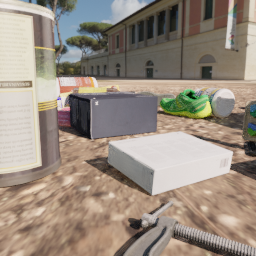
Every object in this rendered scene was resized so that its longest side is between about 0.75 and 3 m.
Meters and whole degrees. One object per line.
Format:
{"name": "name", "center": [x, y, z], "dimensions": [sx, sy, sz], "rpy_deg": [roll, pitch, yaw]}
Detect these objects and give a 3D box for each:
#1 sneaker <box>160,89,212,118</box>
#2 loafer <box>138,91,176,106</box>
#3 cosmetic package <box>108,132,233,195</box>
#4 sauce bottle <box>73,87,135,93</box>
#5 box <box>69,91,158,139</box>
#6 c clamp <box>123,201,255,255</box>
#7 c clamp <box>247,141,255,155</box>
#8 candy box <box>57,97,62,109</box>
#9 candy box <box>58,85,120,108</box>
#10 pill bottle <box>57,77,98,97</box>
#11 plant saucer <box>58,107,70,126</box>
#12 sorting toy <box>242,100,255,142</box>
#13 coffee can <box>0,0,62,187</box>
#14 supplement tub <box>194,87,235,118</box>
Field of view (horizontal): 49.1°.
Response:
{"name": "sneaker", "center": [2.275, -1.022, 11.064], "dimensions": [0.939, 1.060, 2.536], "rpy_deg": [-9, 14, -34]}
{"name": "loafer", "center": [1.323, -1.412, 14.140], "dimensions": [2.085, 0.784, 0.726], "rpy_deg": [5, 1, -5]}
{"name": "cosmetic package", "center": [0.704, 0.504, 4.813], "dimensions": [1.713, 0.443, 1.292], "rpy_deg": [-7, 21, -33]}
{"name": "sauce bottle", "center": [-0.882, -1.161, 10.471], "dimensions": [2.324, 0.752, 0.752], "rpy_deg": [0, 11, 1]}
{"name": "box", "center": [-0.480, -0.467, 8.267], "dimensions": [2.050, 1.067, 1.867], "rpy_deg": [-6, 13, -27]}
{"name": "c clamp", "center": [0.747, 1.122, 2.519], "dimensions": [1.766, 0.239, 1.508], "rpy_deg": [9, 14, 38]}
{"name": "c clamp", "center": [3.228, 0.245, 5.973], "dimensions": [1.350, 0.214, 1.580], "rpy_deg": [-27, 2, 17]}
{"name": "candy box", "center": [-3.707, -0.684, 10.075], "dimensions": [2.042, 0.787, 1.727], "rpy_deg": [5, 14, 21]}
{"name": "candy box", "center": [-1.650, -1.227, 11.729], "dimensions": [2.435, 0.673, 1.406], "rpy_deg": [-11, 3, -18]}
{"name": "pill bottle", "center": [-2.767, -1.575, 12.836], "dimensions": [2.599, 1.458, 1.458], "rpy_deg": [-5, 12, -21]}
{"name": "plant saucer", "center": [-1.730, -0.456, 9.759], "dimensions": [1.852, 0.469, 1.852], "rpy_deg": [0, 11, 0]}
{"name": "sorting toy", "center": [2.916, -0.158, 6.089], "dimensions": [0.184, 0.931, 1.006], "rpy_deg": [6, 0, -24]}
{"name": "coffee can", "center": [-2.196, -0.594, 4.792], "dimensions": [1.963, 2.683, 1.963], "rpy_deg": [0, 12, 0]}
{"name": "supplement tub", "center": [3.308, -1.048, 11.098], "dimensions": [1.095, 1.095, 1.514], "rpy_deg": [-6, 14, -26]}
